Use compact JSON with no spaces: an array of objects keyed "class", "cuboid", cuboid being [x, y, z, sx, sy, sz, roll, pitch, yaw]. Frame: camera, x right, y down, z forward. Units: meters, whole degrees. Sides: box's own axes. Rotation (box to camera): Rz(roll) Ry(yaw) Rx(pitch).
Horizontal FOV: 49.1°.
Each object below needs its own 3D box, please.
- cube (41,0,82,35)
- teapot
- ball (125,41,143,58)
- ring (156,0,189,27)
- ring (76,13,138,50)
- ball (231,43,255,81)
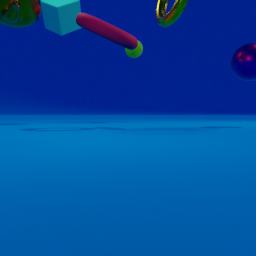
[{"class":"cube","cuboid":[-2.393,-4.108,10.150,1.001,1.001,1.001,31,50,30]},{"class":"teapot","cuboid":[-2.079,-2.376,4.975,1.168,1.878,0.920,8,-46,-34]},{"class":"ball","cuboid":[0.255,-3.362,11.888,0.749,0.749,0.749,0,3,0]},{"class":"ring","cuboid":[1.169,-3.370,7.304,0.293,1.463,1.463,13,-3,-23]},{"class":"ring","cuboid":[-0.505,-2.367,6.901,1.633,0.327,1.633,23,15,-6]},{"class":"ball","cuboid":[3.425,-1.839,7.811,1.038,1.038,1.038,0,3,0]}]
